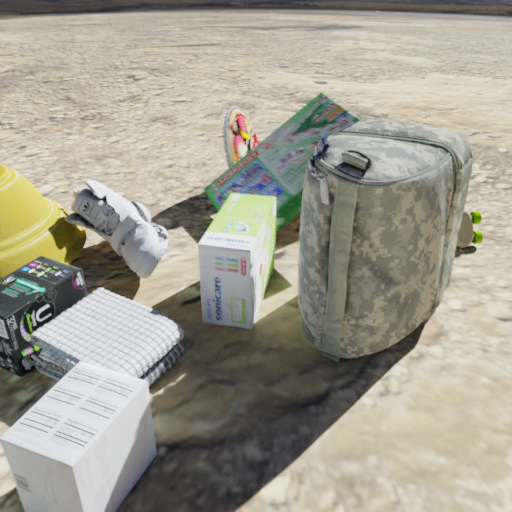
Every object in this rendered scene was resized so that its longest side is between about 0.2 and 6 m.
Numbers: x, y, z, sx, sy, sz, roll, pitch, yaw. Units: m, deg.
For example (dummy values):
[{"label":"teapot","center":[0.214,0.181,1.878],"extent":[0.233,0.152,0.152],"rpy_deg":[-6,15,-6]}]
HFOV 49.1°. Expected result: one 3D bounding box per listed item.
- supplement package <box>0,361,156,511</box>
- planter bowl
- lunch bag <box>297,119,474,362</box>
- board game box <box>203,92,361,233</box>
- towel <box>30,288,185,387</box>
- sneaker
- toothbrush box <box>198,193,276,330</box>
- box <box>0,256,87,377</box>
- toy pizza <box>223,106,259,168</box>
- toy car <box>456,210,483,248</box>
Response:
[{"label":"supplement package","center":[-1.800,2.018,5.918],"extent":[0.906,1.177,1.231],"rpy_deg":[12,32,20]},{"label":"planter bowl","center":[-5.024,-0.658,9.832],"extent":[3.715,1.547,3.715],"rpy_deg":[-4,28,2]},{"label":"lunch bag","center":[1.667,-0.310,8.089],"extent":[2.147,3.081,2.584],"rpy_deg":[16,33,25]},{"label":"board game box","center":[0.621,-1.748,11.200],"extent":[3.270,0.476,2.200],"rpy_deg":[-39,40,5]},{"label":"towel","center":[-2.032,1.285,7.704],"extent":[1.703,0.729,1.410],"rpy_deg":[18,36,25]},{"label":"sneaker","center":[-2.538,-0.509,9.966],"extent":[1.478,0.966,2.571],"rpy_deg":[27,11,-31]},{"label":"toothbrush box","center":[-0.255,0.018,9.151],"extent":[0.847,1.433,1.968],"rpy_deg":[7,30,12]},{"label":"box","center":[-3.243,0.827,8.115],"extent":[0.883,1.055,1.420],"rpy_deg":[15,33,24]},{"label":"toy pizza","center":[-0.254,-2.446,12.885],"extent":[0.315,1.988,1.988],"rpy_deg":[-6,27,19]},{"label":"toy car","center":[3.877,-0.533,11.130],"extent":[0.772,0.742,0.940],"rpy_deg":[-4,1,-14]}]
